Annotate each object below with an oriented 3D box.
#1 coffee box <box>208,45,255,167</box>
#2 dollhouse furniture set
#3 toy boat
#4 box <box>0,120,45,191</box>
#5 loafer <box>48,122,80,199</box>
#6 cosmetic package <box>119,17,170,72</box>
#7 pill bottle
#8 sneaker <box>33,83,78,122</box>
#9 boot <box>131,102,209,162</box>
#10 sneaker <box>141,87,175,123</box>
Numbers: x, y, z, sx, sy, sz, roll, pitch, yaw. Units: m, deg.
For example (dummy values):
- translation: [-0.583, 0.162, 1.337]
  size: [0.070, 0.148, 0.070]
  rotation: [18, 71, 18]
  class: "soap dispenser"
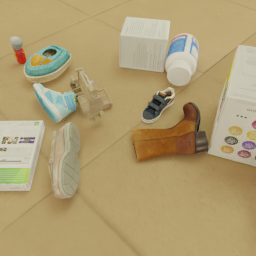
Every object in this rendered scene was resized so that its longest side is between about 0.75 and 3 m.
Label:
- translation: [4.513, -0.603, 9.275]
  size: [2.807, 2.780, 2.811]
  rotation: [15, 51, 13]
  class: "coffee box"
- translation: [-1.227, -1.636, 10.242]
  size: [1.244, 2.547, 2.172]
  rotation: [-21, 69, -18]
  class: "dollhouse furniture set"
- translation: [-4.102, -3.165, 12.535]
  size: [2.798, 1.300, 2.352]
  rotation: [23, 53, 18]
  class: "toy boat"
- translation: [-4.067, 0.863, 9.553]
  size: [1.952, 0.492, 2.705]
  rotation: [0, 48, 0]
  class: "box"
- translation: [-2.153, 1.067, 9.160]
  size: [0.911, 1.041, 2.897]
  rotation: [-19, 43, 15]
  class: "loafer"
- translation: [0.772, -3.841, 12.849]
  size: [2.065, 1.717, 1.728]
  rotation: [8, 49, 6]
  class: "cosmetic package"
- translation: [2.365, -2.996, 12.360]
  size: [1.347, 1.347, 2.400]
  rotation: [11, 49, 9]
  class: "pill bottle"
- translation: [-2.804, -1.224, 11.182]
  size: [1.349, 0.822, 2.066]
  rotation: [-31, 65, -22]
  class: "sneaker"
- translation: [1.398, 0.099, 10.227]
  size: [2.546, 0.872, 2.397]
  rotation: [-8, 54, 5]
  class: "boot"
- translation: [1.170, -0.960, 11.001]
  size: [0.713, 0.722, 1.817]
  rotation: [31, 57, 25]
  class: "sneaker"
